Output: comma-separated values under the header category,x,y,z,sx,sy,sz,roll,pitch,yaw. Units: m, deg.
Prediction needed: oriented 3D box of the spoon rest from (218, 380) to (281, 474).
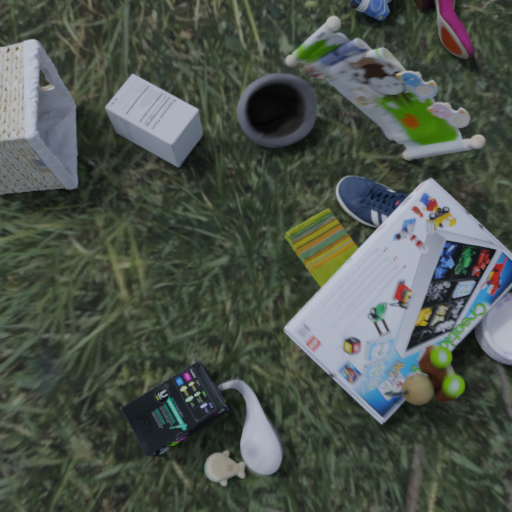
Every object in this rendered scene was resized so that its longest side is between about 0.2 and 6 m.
category,x,y,z,sx,sy,sz,roll,pitch,yaw
spoon rest,-0.082,3.161,10.430,0.562,0.921,1.855,-18,84,-49

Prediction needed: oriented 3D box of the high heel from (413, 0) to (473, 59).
category,x,y,z,sx,sy,sz,roll,pitch,yaw
high heel,4.863,-5.870,13.509,1.202,0.843,2.499,-25,69,3

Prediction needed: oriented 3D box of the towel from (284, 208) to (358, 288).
category,x,y,z,sx,sy,sz,roll,pitch,yaw
towel,1.843,0.324,11.767,1.188,0.249,2.761,-33,75,-10

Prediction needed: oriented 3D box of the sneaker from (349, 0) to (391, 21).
category,x,y,z,sx,sy,sz,roll,pitch,yaw
sneaker,3.123,-6.851,13.990,0.920,0.904,2.389,30,72,-15

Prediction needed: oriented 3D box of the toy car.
category,x,y,z,sx,sy,sz,roll,pitch,yaw
toy car,2.806,2.170,9.712,1.231,1.012,0.972,-21,75,1

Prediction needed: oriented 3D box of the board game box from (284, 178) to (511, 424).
category,x,y,z,sx,sy,sz,roll,pitch,yaw
board game box,2.792,0.840,10.659,2.520,0.691,3.991,44,89,0

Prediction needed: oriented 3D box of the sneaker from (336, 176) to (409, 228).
category,x,y,z,sx,sy,sz,roll,pitch,yaw
sneaker,2.993,-0.992,11.711,2.804,1.185,1.051,30,74,10

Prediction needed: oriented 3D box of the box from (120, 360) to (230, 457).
category,x,y,z,sx,sy,sz,roll,pitch,yaw
box,-1.449,2.844,10.393,1.635,1.215,1.016,-31,74,-10

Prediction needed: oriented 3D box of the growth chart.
category,x,y,z,sx,sy,sz,roll,pitch,yaw
growth chart,2.517,-3.235,11.265,3.940,2.851,0.349,37,82,-8

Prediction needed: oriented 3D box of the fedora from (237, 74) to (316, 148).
category,x,y,z,sx,sy,sz,roll,pitch,yaw
fedora,0.383,-3.254,12.534,1.774,0.801,1.569,-17,111,-11

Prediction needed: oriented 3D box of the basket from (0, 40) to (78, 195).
category,x,y,z,sx,sy,sz,roll,pitch,yaw
basket,-5.014,-2.796,11.738,1.895,2.335,2.356,-6,71,0

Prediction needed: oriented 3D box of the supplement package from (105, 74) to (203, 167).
category,x,y,z,sx,sy,sz,roll,pitch,yaw
supplement package,-2.223,-2.985,12.445,1.767,1.071,1.058,30,74,10

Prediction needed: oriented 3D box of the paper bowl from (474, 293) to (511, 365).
category,x,y,z,sx,sy,sz,roll,pitch,yaw
paper bowl,5.047,1.470,11.120,1.378,0.717,1.378,0,73,1

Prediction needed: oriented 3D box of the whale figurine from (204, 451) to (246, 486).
category,x,y,z,sx,sy,sz,roll,pitch,yaw
whale figurine,-0.595,3.988,10.498,0.792,0.411,0.630,12,61,-21
